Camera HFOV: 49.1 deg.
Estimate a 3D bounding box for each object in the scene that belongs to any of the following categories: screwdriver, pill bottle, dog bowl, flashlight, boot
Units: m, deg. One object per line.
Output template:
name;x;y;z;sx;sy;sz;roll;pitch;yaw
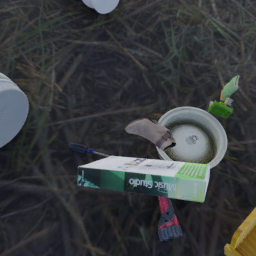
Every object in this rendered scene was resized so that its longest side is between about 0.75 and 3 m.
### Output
screwdriver;-0.898;0.783;8.417;1.863;0.271;0.260;17;60;3
pill bottle;-1.461;-5.775;11.123;1.464;1.464;2.592;-29;67;-14
dog bowl;1.767;0.447;8.255;2.096;0.773;2.096;0;62;0
flashlight;0.914;2.055;7.518;0.604;0.602;1.777;-18;63;5
boot;0.576;0.182;6.406;1.150;0.404;0.841;-12;53;-39

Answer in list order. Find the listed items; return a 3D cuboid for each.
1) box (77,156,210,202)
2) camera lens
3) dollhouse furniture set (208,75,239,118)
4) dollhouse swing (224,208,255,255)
box;0.487;1.117;6.689;2.769;1.998;0.503;2;92;19
camera lens;-4.644;-0.875;8.096;2.807;2.246;2.246;31;67;15
dollhouse furniture set;2.904;-1.013;8.618;0.597;0.773;1.547;24;54;-3
dollhouse swing;3.274;2.713;6.759;1.508;1.326;1.371;-38;68;-19
